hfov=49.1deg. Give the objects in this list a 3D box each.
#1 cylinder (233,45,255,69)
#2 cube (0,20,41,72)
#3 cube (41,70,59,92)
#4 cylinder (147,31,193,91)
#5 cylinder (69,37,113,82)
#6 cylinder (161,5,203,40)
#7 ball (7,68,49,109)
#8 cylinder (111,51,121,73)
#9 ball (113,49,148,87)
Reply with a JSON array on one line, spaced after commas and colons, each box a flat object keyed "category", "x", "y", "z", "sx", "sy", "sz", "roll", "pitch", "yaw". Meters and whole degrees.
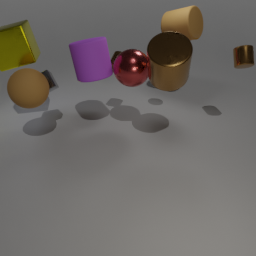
[{"category": "cylinder", "x": 4.262, "y": -2.610, "z": 10.318, "sx": 0.700, "sy": 0.700, "sz": 0.700, "roll": -3, "pitch": -2, "yaw": 0}, {"category": "cube", "x": -4.362, "y": -3.185, "z": 10.761, "sx": 1.400, "sy": 1.400, "sz": 1.400, "roll": -15, "pitch": 30, "yaw": 0}, {"category": "cube", "x": -3.206, "y": -1.752, "z": 10.859, "sx": 0.700, "sy": 0.700, "sz": 0.700, "roll": -28, "pitch": 5, "yaw": -1}, {"category": "cylinder", "x": 1.340, "y": -2.148, "z": 9.155, "sx": 1.400, "sy": 1.400, "sz": 1.400, "roll": -2, "pitch": 65, "yaw": 5}, {"category": "cylinder", "x": -1.376, "y": -2.585, "z": 10.546, "sx": 1.400, "sy": 1.400, "sz": 1.400, "roll": -9, "pitch": 23, "yaw": 4}, {"category": "cylinder", "x": 2.424, "y": -4.598, "z": 12.526, "sx": 1.400, "sy": 1.400, "sz": 1.400, "roll": 6, "pitch": 27, "yaw": 42}, {"category": "ball", "x": -3.483, "y": -1.384, "z": 9.819, "sx": 1.400, "sy": 1.400, "sz": 1.400, "roll": 0, "pitch": 30, "yaw": 0}, {"category": "cylinder", "x": -0.391, "y": -2.704, "z": 11.626, "sx": 0.700, "sy": 0.700, "sz": 0.700, "roll": 16, "pitch": 72, "yaw": 25}, {"category": "ball", "x": 0.150, "y": -2.240, "z": 10.490, "sx": 1.400, "sy": 1.400, "sz": 1.400, "roll": 0, "pitch": 30, "yaw": 0}]
